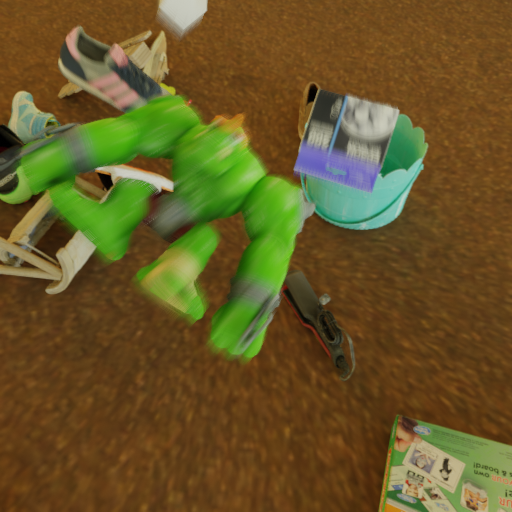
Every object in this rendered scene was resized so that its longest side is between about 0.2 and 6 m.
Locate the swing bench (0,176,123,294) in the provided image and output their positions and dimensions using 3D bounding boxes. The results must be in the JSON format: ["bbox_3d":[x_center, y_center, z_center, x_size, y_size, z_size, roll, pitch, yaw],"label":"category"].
[{"bbox_3d":[-3.305,-0.499,9.154,1.883,1.221,1.873,17,49,11],"label":"swing bench"}]

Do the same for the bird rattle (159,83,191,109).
[{"bbox_3d":[-1.900,-3.181,12.214,0.856,0.591,1.050,-36,69,-15],"label":"bird rattle"}]

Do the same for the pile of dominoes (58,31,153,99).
[{"bbox_3d":[-3.382,-4.193,12.695,2.336,0.372,1.821,-5,47,37],"label":"pile of dominoes"}]

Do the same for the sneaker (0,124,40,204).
[{"bbox_3d":[-5.200,-2.208,10.591,3.237,1.356,1.242,28,53,23],"label":"sneaker"}]

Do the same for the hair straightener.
[{"bbox_3d":[0.889,0.922,8.116,0.404,0.760,1.975,-14,49,-13],"label":"hair straightener"}]

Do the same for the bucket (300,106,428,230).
[{"bbox_3d":[1.837,-1.579,9.993,2.155,1.402,2.155,0,47,0],"label":"bucket"}]

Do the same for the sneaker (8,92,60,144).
[{"bbox_3d":[-4.597,-2.919,11.798,0.974,0.593,1.492,-6,57,-3],"label":"sneaker"}]

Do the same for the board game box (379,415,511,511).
[{"bbox_3d":[3.023,3.271,6.130,3.346,0.487,2.252,13,49,12],"label":"board game box"}]

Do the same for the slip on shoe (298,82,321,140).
[{"bbox_3d":[1.253,-2.996,11.866,0.698,0.556,1.835,2,47,2],"label":"slip on shoe"}]

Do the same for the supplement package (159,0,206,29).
[{"bbox_3d":[-0.997,-3.635,7.714,0.469,0.468,0.800,-25,52,30],"label":"supplement package"}]

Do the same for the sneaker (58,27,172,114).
[{"bbox_3d":[-1.911,-2.576,8.058,1.846,0.757,0.648,22,56,-16],"label":"sneaker"}]

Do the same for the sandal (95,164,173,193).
[{"bbox_3d":[-2.629,-1.300,9.937,2.587,0.741,0.991,11,9,-30],"label":"sandal"}]

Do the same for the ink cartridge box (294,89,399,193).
[{"bbox_3d":[0.981,-1.271,6.164,0.929,0.204,0.938,17,86,7],"label":"ink cartridge box"}]

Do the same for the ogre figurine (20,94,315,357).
[{"bbox_3d":[-0.776,-0.575,5.839,3.047,1.495,1.827,31,68,26],"label":"ogre figurine"}]

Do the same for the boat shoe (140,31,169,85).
[{"bbox_3d":[-2.477,-4.389,13.059,0.825,0.747,2.315,-17,45,30],"label":"boat shoe"}]
